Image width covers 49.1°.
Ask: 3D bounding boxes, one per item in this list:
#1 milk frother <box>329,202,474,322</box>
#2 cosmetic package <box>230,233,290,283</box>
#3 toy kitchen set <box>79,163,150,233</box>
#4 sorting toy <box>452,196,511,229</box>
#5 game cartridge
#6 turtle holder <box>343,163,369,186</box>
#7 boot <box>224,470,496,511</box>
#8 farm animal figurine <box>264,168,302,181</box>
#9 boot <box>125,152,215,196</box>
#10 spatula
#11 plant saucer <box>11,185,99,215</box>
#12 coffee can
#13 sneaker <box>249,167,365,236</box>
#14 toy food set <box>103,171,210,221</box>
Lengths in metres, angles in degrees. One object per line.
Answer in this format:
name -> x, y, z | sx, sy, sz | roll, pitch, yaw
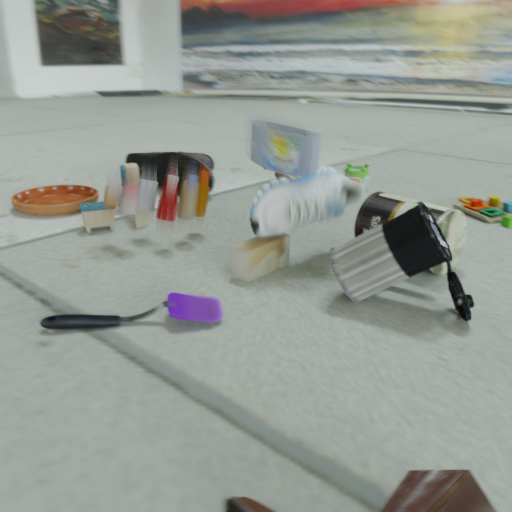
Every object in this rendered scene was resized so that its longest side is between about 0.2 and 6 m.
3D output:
milk frother -> 2.188, 0.347, 8.329 | 1.551, 1.488, 1.649 | -29, 50, 25
cosmetic package -> 0.083, -0.005, 9.783 | 0.405, 0.600, 1.141 | 18, 29, 38
toy kitchen set -> -3.252, -1.346, 12.590 | 1.453, 1.069, 1.814 | -8, 22, -19
sorting toy -> 5.527, -1.143, 13.085 | 1.373, 0.332, 2.439 | -7, 22, -18
game cartridge -> 0.478, -1.821, 9.640 | 1.253, 0.836, 0.254 | 17, 42, 19
turtle holder -> 2.723, -2.180, 15.339 | 0.696, 0.651, 0.916 | -2, 20, -2
boot -> 0.890, 2.059, 4.412 | 1.681, 0.579, 1.804 | 32, 39, 33
farm animal figurine -> 1.023, -2.321, 15.558 | 1.719, 0.896, 1.700 | -9, 34, -41
boot -> -1.880, -2.484, 15.606 | 3.259, 1.137, 2.145 | 21, 25, 35
spatula -> -1.749, 0.847, 7.989 | 2.555, 0.263, 0.722 | -7, 28, -9
plant saucer -> -4.879, -1.358, 13.674 | 2.020, 0.326, 2.020 | 1, 21, 0
coffee can -> 2.754, -0.436, 10.065 | 1.170, 1.170, 1.598 | -18, 28, -39
sneaker -> 0.958, -0.937, 9.713 | 2.422, 0.908, 1.049 | -28, 35, -33
toy food set -> -1.879, -1.290, 10.995 | 2.071, 0.932, 0.989 | 8, 18, -19
